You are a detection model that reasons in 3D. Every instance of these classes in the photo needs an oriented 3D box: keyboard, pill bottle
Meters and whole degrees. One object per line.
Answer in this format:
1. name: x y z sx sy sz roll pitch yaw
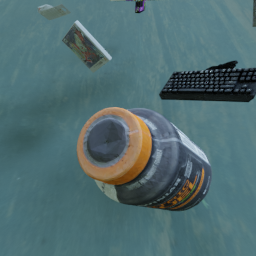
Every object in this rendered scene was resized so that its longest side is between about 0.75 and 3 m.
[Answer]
1. keyboard: 2.002 -1.187 6.732 2.389 0.307 1.435 8 48 43
2. pill bottle: 0.274 0.429 3.464 1.093 2.058 1.093 -10 68 27

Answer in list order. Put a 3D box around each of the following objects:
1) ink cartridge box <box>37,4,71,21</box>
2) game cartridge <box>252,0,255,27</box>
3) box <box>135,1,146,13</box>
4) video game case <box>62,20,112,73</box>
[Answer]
1. ink cartridge box: -2.180 -3.493 8.301 0.776 0.629 0.194 -15 85 14
2. game cartridge: 2.869 -2.215 5.254 0.983 0.637 0.189 15 47 36
3. box: 0.524 -5.267 10.991 0.238 1.319 0.943 9 32 13
4. video game case: -1.127 -2.112 7.478 1.247 1.136 0.143 45 64 -17
